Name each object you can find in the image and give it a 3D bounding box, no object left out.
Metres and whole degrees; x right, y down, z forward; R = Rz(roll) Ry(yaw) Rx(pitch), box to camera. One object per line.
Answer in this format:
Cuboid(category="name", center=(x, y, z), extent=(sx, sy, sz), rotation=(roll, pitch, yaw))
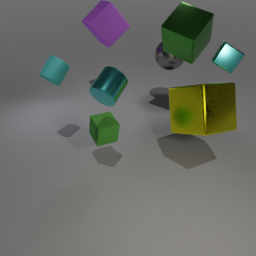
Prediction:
Cuboid(category="cube", center=(-1.047, -4.838, 12.985), extent=(1.400, 1.400, 1.400), rotation=(-45, 35, 3))
Cuboid(category="cube", center=(-0.738, 0.024, 8.612), extent=(0.700, 0.700, 0.700), rotation=(-14, 45, -25))
Cuboid(category="cube", center=(3.194, -2.283, 9.012), extent=(0.700, 0.700, 0.700), rotation=(31, 25, -1))
Cuboid(category="cylinder", center=(-0.461, -0.999, 6.758), extent=(0.700, 0.700, 0.700), rotation=(18, 66, 29))
Cuboid(category="ball", center=(1.932, -3.358, 12.819), extent=(1.400, 1.400, 1.400), rotation=(0, 29, 0))
Cuboid(category="cylinder", center=(-2.275, -1.774, 8.703), extent=(0.700, 0.700, 0.700), rotation=(27, -6, 3))
Cuboid(category="cube", center=(2.243, -3.601, 10.682), extent=(1.400, 1.400, 1.400), rotation=(32, 74, 22))
Cuboid(category="cube", center=(2.219, -0.581, 8.369), extent=(1.400, 1.400, 1.400), rotation=(-8, 7, -33))
